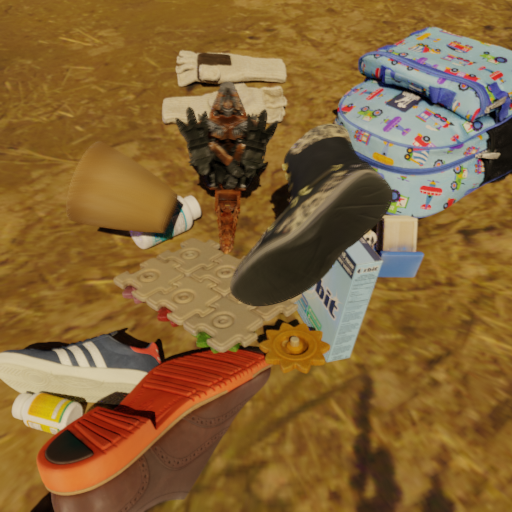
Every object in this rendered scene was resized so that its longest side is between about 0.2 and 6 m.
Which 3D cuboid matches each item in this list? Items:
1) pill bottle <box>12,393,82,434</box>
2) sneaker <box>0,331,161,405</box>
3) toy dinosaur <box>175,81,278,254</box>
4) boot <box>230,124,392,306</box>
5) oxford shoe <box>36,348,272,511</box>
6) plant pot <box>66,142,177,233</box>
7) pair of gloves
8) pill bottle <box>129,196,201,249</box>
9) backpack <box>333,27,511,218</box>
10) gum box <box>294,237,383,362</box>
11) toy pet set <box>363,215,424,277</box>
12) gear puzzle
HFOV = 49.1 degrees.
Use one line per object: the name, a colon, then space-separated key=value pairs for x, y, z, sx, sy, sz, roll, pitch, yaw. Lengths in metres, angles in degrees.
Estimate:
pill bottle: x=-2.731 y=2.045 z=7.304 sx=0.804 sy=0.453 sz=0.453 roll=11 pitch=43 yaw=12
sneaker: x=-2.393 y=1.454 z=7.736 sx=2.204 sy=0.826 sz=0.932 roll=9 pitch=43 yaw=-4
toy dinosaur: x=-0.424 y=-1.716 z=10.167 sx=1.597 sy=2.123 sz=3.127 roll=-20 pitch=80 yaw=-7
boot: x=0.571 y=-0.579 z=7.508 sx=2.427 sy=0.876 sz=1.833 roll=-41 pitch=32 yaw=22
oxford shoe: x=-0.977 y=2.130 z=6.881 sx=1.219 sy=1.242 sz=3.424 roll=3 pitch=18 yaw=43
plant pot: x=-2.033 y=-0.918 z=8.863 sx=1.425 sy=1.328 sz=1.328 roll=22 pitch=44 yaw=0
pair of gloves: x=-0.735 y=-4.390 z=14.350 sx=3.068 sy=0.633 sz=3.609 roll=2 pitch=43 yaw=2
pill bottle: x=-1.643 y=-0.665 z=10.137 sx=1.261 sy=0.699 sz=0.699 roll=-28 pitch=49 yaw=-28
backpack: x=3.062 y=-2.509 z=10.881 sx=3.720 sy=2.503 sz=3.396 roll=-30 pitch=50 yaw=-27
gum box: x=1.035 y=0.305 z=8.133 sx=0.422 sy=1.893 sz=1.609 roll=-7 pitch=42 yaw=-20
toy pet set: x=1.786 y=-0.180 z=9.569 sx=1.812 sy=1.031 sz=1.941 roll=1 pitch=9 yaw=1
gear puzzle: x=-0.367 y=0.770 z=8.314 sx=3.606 sy=0.472 sz=1.868 roll=25 pitch=42 yaw=37
